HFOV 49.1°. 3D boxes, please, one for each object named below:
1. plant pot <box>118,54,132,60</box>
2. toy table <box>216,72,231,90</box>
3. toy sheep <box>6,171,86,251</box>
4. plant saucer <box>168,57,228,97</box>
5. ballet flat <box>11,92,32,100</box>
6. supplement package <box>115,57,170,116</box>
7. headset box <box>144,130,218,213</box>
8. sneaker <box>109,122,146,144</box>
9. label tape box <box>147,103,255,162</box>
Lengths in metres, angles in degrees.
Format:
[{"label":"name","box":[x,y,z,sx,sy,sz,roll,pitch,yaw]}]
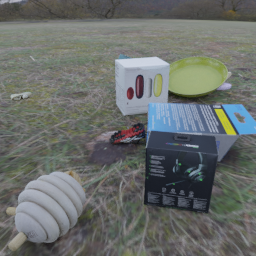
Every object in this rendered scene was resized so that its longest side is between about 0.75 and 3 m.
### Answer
[{"label":"plant pot","box":[0.299,-2.221,12.155,1.942,1.308,1.942,23,15,-6]},{"label":"toy table","box":[4.290,-2.250,13.189,1.206,0.706,1.108,-9,27,-16]},{"label":"toy sheep","box":[-1.482,1.475,5.176,1.269,1.269,1.841,12,41,23]},{"label":"plant saucer","box":[2.964,-2.258,12.650,2.922,0.454,2.922,-9,43,9]},{"label":"ballet flat","box":[-4.515,-1.318,11.874,0.857,0.289,0.267,-11,56,-14]},{"label":"supplement package","box":[0.504,-1.614,10.618,1.736,1.815,1.335,-8,27,-14]},{"label":"headset box","box":[1.064,0.860,5.849,1.384,1.589,0.737,4,28,10]},{"label":"sneaker","box":[0.021,0.279,8.401,1.154,0.564,0.408,-21,38,9]},{"label":"label tape box","box":[2.049,0.050,8.229,2.952,0.934,2.129,2,26,4]}]
